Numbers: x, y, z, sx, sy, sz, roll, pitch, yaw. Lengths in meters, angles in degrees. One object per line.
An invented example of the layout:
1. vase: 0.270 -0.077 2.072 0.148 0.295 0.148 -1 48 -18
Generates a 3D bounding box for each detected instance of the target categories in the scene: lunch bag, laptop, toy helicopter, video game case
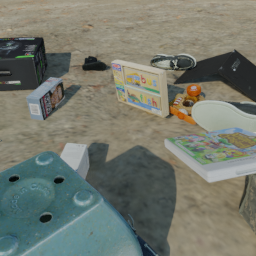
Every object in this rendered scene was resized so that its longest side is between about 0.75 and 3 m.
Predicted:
1. lunch bag: 3.524 1.696 5.078 2.175 1.279 1.784 3 23 -7
2. laptop: 3.907 -2.010 11.602 2.892 1.676 2.708 40 44 5
3. toy helicopter: 1.553 -0.661 9.262 2.014 0.794 1.332 -6 43 13
4. video game case: 2.291 0.486 6.511 2.215 0.268 2.434 -9 14 -11

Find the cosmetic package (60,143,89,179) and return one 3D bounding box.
1. cosmetic package: -1.335 1.071 6.545 0.563 0.783 1.387 4 32 6

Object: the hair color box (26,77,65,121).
1. hair color box: -2.759 -1.032 9.573 0.492 0.803 1.622 8 35 12

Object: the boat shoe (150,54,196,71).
1. boat shoe: 1.954 -2.844 12.337 2.025 0.766 0.611 8 34 34

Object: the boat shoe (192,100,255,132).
1. boat shoe: 3.389 -0.245 8.283 2.930 1.108 0.884 21 34 19

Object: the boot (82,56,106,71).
1. boot: -1.492 -2.969 12.723 1.126 0.430 0.946 -3 38 7

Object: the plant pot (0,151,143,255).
1. plant pot: -1.240 1.781 4.088 2.334 2.384 2.340 -28 43 -33

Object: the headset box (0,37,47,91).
1. headset box: -4.794 -2.618 11.429 2.488 1.325 2.857 -3 35 -4

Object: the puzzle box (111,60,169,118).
1. puzzle box: 0.366 -1.324 9.065 0.286 1.494 2.246 -30 36 -31

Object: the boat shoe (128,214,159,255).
1. boat shoe: 0.000 2.060 5.246 0.494 0.599 1.599 -25 41 -31
